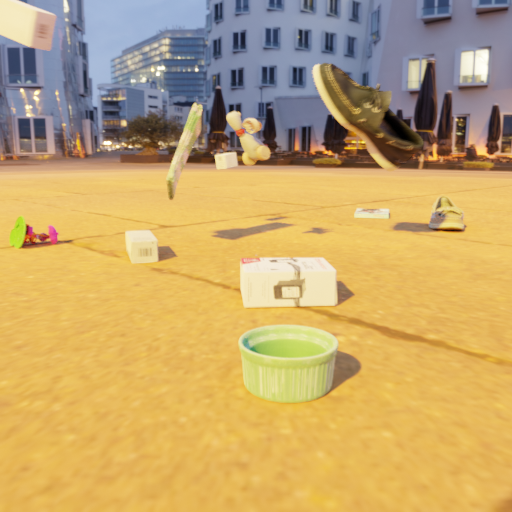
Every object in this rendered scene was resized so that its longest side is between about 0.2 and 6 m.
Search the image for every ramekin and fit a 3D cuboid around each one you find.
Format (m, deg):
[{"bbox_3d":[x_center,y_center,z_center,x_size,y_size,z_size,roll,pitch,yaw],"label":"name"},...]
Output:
[{"bbox_3d":[0.311,1.048,5.475,0.966,0.472,0.966,0,11,0],"label":"ramekin"}]

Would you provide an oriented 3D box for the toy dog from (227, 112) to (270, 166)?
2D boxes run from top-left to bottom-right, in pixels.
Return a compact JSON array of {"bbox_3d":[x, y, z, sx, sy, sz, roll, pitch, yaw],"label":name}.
[{"bbox_3d":[-0.099,-2.544,11.910,0.828,1.256,0.605,13,47,30],"label":"toy dog"}]

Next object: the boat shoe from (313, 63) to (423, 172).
[{"bbox_3d":[2.445,-2.997,11.660,1.041,3.139,1.173,-23,39,37],"label":"boat shoe"}]

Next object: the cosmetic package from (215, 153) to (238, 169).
[{"bbox_3d":[-0.792,-2.532,14.914,0.375,0.373,0.448,5,19,44],"label":"cosmetic package"}]

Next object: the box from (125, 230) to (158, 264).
[{"bbox_3d":[-2.395,-0.206,11.668,0.559,0.465,1.361,-3,12,-16],"label":"box"}]

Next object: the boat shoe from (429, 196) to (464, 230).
[{"bbox_3d":[5.341,-1.198,15.749,0.903,0.779,2.477,3,12,16],"label":"boat shoe"}]

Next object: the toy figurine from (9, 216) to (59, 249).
[{"bbox_3d":[-5.080,-0.451,12.957,0.918,0.748,0.997,8,-21,-41],"label":"toy figurine"}]

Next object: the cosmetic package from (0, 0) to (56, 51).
[{"bbox_3d":[-3.774,-3.760,9.036,1.049,0.592,0.425,31,23,25],"label":"cosmetic package"}]

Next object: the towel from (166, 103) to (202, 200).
[{"bbox_3d":[-1.575,-2.259,12.353,0.217,1.852,1.413,18,-13,-4],"label":"towel"}]

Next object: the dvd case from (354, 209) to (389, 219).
[{"bbox_3d":[3.782,-1.381,18.233,1.082,0.163,1.483,3,13,14],"label":"dvd case"}]

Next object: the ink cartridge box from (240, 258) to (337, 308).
[{"bbox_3d":[0.465,0.385,8.484,1.363,0.568,0.990,-1,12,-5],"label":"ink cartridge box"}]
